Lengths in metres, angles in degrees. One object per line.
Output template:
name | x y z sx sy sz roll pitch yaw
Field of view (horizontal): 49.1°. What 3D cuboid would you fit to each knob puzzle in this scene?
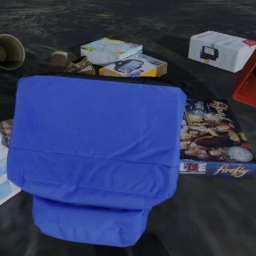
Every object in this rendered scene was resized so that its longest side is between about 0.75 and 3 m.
knob puzzle | -2.765 0.266 6.781 1.897 0.263 1.897 0 34 0

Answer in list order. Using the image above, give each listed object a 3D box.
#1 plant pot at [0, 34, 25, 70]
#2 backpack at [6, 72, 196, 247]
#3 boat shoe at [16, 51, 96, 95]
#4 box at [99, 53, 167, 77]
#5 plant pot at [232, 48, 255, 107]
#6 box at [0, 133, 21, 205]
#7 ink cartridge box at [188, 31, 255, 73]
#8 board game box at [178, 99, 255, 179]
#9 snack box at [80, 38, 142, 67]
plant pot | -4.840 -2.873 10.794 1.127 1.299 1.299 9 31 44
backpack | -0.378 0.374 4.748 2.376 2.453 2.924 11 3 6
boat shoe | -1.832 -1.398 7.260 1.117 1.119 3.024 -5 15 20
box | 0.306 -2.077 10.025 2.341 0.485 1.393 -33 47 -33
plant pot | 3.436 -1.323 6.746 1.353 1.355 1.194 20 46 -1
box | -3.330 1.011 4.633 1.266 1.405 2.498 23 41 31
ink cartridge box | 3.791 -3.142 11.309 1.584 0.900 2.174 -27 42 -34
board game box | 1.765 0.102 6.830 1.838 0.470 2.713 2 34 3
snack box | -0.665 -3.049 11.389 1.949 0.660 1.644 20 38 29
